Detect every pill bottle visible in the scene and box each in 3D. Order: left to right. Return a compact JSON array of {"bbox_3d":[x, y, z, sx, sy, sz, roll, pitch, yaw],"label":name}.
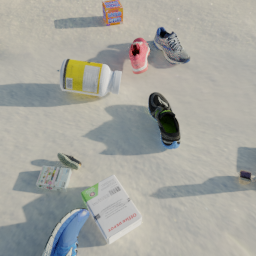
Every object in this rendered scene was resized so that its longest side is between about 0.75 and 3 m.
[{"bbox_3d":[-1.449,-1.953,11.120,2.302,1.289,1.289,8,52,-3],"label":"pill bottle"}]

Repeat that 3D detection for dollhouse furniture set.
[{"bbox_3d":[4.525,0.859,8.966,1.518,1.359,1.915,13,53,10],"label":"dollhouse furniture set"}]

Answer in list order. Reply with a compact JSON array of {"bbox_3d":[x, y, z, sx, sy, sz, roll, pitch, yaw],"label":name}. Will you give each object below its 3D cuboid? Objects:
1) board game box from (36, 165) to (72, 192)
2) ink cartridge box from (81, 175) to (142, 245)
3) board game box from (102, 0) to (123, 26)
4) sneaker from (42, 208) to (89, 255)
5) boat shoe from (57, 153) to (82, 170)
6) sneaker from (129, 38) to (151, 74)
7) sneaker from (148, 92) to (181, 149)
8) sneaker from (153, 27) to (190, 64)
[{"bbox_3d":[-2.377,1.629,9.043,0.949,0.305,0.700,7,53,5],"label":"board game box"},{"bbox_3d":[-0.489,2.366,8.229,1.162,0.671,1.597,-26,57,-19],"label":"ink cartridge box"},{"bbox_3d":[-0.799,-6.003,14.584,0.900,0.900,0.901,-12,53,-10],"label":"board game box"},{"bbox_3d":[-1.607,3.420,7.321,1.199,1.056,2.689,21,63,7],"label":"sneaker"},{"bbox_3d":[-1.969,1.092,9.433,0.923,0.344,0.287,27,33,12],"label":"boat shoe"},{"bbox_3d":[0.482,-3.421,12.220,0.846,0.995,2.294,-11,49,14],"label":"sneaker"},{"bbox_3d":[1.385,-0.428,10.175,0.880,1.028,2.481,-9,53,-9],"label":"sneaker"},{"bbox_3d":[1.974,-3.809,12.823,0.905,1.001,2.349,-29,58,-21],"label":"sneaker"}]
